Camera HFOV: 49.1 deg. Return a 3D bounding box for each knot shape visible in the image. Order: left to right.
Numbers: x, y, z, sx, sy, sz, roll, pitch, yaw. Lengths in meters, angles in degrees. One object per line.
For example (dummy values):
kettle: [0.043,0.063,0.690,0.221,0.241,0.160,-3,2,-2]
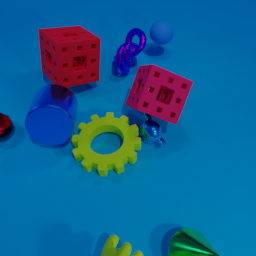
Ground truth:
knot shape: [-0.014,-2.545,9.616,0.723,1.565,1.464,31,56,-9]

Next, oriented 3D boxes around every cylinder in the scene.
cylinder: [-2.002,-0.371,7.504,1.224,1.224,1.224,-3,34,-3]

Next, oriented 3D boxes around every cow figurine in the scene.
cow figurine: [-0.324,2.472,4.866,0.615,1.120,1.102,37,72,-18]

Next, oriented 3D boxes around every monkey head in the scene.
monkey head: [0.710,0.056,7.644,0.727,0.609,1.010,-20,76,-37]

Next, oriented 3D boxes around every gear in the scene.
gear: [-0.569,0.388,7.457,1.797,0.332,1.797,-2,54,2]

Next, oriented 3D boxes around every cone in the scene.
cone: [1.399,2.345,5.187,0.963,0.967,0.963,7,68,-18]

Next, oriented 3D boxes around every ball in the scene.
ball: [1.198,-3.389,9.950,0.860,0.860,0.860,0,48,0]

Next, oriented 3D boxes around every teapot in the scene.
teapot: [-3.625,-0.023,7.762,0.839,0.661,1.350,35,36,-10]

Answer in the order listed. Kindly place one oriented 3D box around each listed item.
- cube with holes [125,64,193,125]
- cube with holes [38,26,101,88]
cube with holes: [0.798,-0.931,7.643,1.190,1.190,1.190,19,5,-17]
cube with holes: [-1.810,-2.242,8.711,1.377,1.377,1.377,-18,41,-31]
